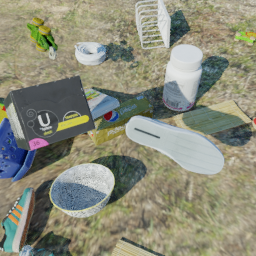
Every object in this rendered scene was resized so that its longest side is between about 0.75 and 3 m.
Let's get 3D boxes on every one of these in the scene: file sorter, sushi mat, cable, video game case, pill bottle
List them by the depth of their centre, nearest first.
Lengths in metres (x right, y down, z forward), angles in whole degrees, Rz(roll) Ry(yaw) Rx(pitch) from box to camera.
[{"bbox_3d":[0.628,3.961,7.448,2.438,0.148,1.166,18,52,15],"label":"sushi mat"},{"bbox_3d":[-2.216,-0.623,10.551,2.972,0.340,2.705,-30,31,-22],"label":"video game case"},{"bbox_3d":[2.133,-1.926,10.978,1.354,2.388,1.354,0,50,0],"label":"pill bottle"},{"bbox_3d":[3.289,-0.343,11.092,2.848,0.172,1.362,-15,52,-12],"label":"sushi mat"},{"bbox_3d":[-1.816,-3.622,13.668,1.487,0.515,1.487,-7,50,-8],"label":"cable"},{"bbox_3d":[1.236,-5.395,14.493,1.434,1.598,2.303,-7,50,-2],"label":"file sorter"}]

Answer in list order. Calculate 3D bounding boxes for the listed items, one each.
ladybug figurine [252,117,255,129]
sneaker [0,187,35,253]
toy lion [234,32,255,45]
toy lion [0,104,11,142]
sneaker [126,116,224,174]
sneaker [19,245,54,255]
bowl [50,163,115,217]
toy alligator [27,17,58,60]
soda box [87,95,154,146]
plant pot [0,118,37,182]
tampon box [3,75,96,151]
[{"bbox_3d":[5.329,-0.081,10.700,0.812,0.430,1.196,-35,58,-26],"label":"ladybug figurine"},{"bbox_3d":[-3.289,2.614,8.239,0.769,0.687,1.925,5,51,-2],"label":"sneaker"},{"bbox_3d":[6.369,-4.857,14.850,1.177,0.404,1.128,24,47,19],"label":"toy lion"},{"bbox_3d":[-5.582,-0.256,10.655,2.731,0.978,2.849,-24,53,-28],"label":"toy lion"},{"bbox_3d":[1.259,0.324,7.441,2.671,0.975,0.945,27,15,8],"label":"sneaker"},{"bbox_3d":[-2.359,3.997,7.046,0.942,0.801,2.065,0,51,-5],"label":"sneaker"},{"bbox_3d":[-1.286,2.030,8.465,1.928,0.905,1.928,-6,34,4],"label":"bowl"},{"bbox_3d":[-2.862,-3.081,9.840,0.600,0.828,2.497,-9,47,-39],"label":"toy alligator"},{"bbox_3d":[-0.304,-0.316,10.620,2.524,0.855,0.808,-24,54,-20],"label":"soda box"},{"bbox_3d":[-3.832,0.827,9.130,1.365,1.518,1.518,26,46,-24],"label":"plant pot"},{"bbox_3d":[-1.888,-0.309,6.452,1.473,1.241,1.966,-20,8,-26],"label":"tampon box"}]
